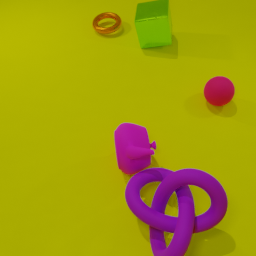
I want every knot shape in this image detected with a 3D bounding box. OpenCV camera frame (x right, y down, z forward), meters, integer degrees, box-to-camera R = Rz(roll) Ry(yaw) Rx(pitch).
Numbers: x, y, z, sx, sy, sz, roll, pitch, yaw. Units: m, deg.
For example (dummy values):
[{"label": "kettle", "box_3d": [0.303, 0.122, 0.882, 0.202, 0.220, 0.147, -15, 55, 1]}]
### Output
[{"label": "knot shape", "box_3d": [0.735, 1.416, 5.287, 1.756, 0.867, 1.877, 40, 96, 36]}]

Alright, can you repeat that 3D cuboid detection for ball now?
[{"label": "ball", "box_3d": [2.461, -0.998, 7.576, 0.807, 0.807, 0.807, 0, 53, 0]}]

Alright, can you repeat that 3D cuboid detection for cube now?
[{"label": "cube", "box_3d": [0.856, -3.381, 9.108, 1.045, 1.045, 1.045, -3, 53, 15]}]

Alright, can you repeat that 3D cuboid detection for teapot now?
[{"label": "teapot", "box_3d": [0.177, 0.435, 6.105, 0.903, 1.845, 1.147, -7, 94, -3]}]

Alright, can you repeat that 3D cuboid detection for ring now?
[{"label": "ring", "box_3d": [-0.742, -3.706, 9.864, 1.052, 0.210, 1.052, -2, 58, 3]}]
